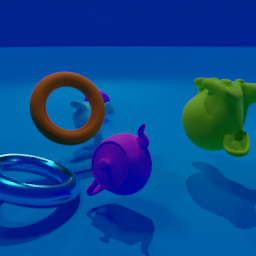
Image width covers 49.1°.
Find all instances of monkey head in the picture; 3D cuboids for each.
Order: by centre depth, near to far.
[{"bbox_3d":[1.601,-0.203,4.528,1.391,1.165,1.933,1,13,-4],"label":"monkey head"},{"bbox_3d":[-0.722,-0.210,5.933,0.836,1.162,0.700,-18,26,21],"label":"monkey head"}]

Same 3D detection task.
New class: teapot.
[{"bbox_3d":[-0.105,0.447,3.682,0.660,1.348,0.838,8,38,-55],"label":"teapot"},{"bbox_3d":[-0.935,-0.762,8.260,0.790,1.271,0.622,-24,48,-5],"label":"teapot"}]

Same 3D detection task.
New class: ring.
[{"bbox_3d":[-1.402,0.717,4.024,1.457,0.291,1.457,17,7,-2],"label":"ring"},{"bbox_3d":[-1.043,-0.353,4.977,1.345,1.345,0.269,-10,-7,-27],"label":"ring"}]
